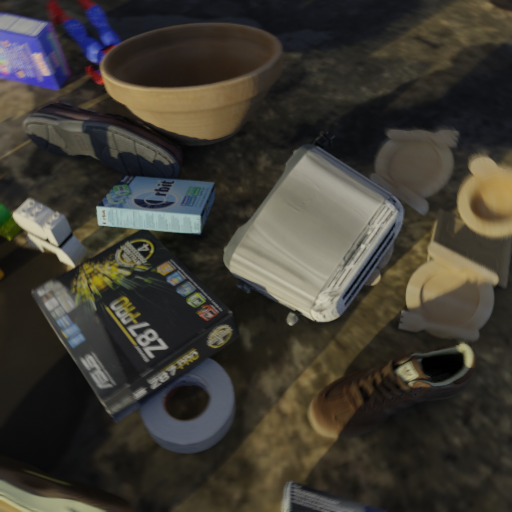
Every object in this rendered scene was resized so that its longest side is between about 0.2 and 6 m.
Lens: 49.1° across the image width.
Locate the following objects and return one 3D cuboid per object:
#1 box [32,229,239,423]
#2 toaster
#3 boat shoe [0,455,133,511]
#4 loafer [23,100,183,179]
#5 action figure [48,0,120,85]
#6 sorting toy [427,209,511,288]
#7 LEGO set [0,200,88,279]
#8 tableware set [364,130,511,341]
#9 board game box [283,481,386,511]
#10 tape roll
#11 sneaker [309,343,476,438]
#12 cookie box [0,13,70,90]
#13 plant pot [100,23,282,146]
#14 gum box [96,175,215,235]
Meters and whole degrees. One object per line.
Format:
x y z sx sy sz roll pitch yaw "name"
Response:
-1.704 0.795 7.706 1.938 0.590 2.405 -34 49 -18 "box"
0.913 -0.317 7.941 1.688 1.485 2.614 34 82 18 "toaster"
-2.882 2.918 6.313 2.823 1.011 1.075 14 73 12 "boat shoe"
-2.573 -2.154 9.766 3.014 1.083 0.949 16 55 14 "loafer"
-2.933 -4.038 11.224 1.119 0.884 3.419 -32 66 -14 "action figure"
3.292 0.082 8.716 1.249 0.224 1.676 19 57 7 "sorting toy"
-4.677 -0.767 8.445 3.871 1.589 1.477 25 59 16 "LEGO set"
2.572 -0.443 8.352 2.619 0.364 3.136 27 85 26 "tableware set"
1.392 4.285 5.269 3.200 0.987 3.198 15 57 10 "board game box"
-0.889 1.908 7.296 1.213 0.401 1.213 0 54 0 "tape roll"
1.749 1.599 7.206 2.281 0.861 0.803 -17 52 -13 "sneaker"
-4.570 -3.991 10.915 1.478 1.264 0.555 15 60 10 "cookie box"
-1.058 -2.916 9.856 3.048 1.407 3.048 -2 41 2 "plant pot"
-1.545 -0.841 8.937 1.582 0.352 1.344 5 30 3 "gum box"
